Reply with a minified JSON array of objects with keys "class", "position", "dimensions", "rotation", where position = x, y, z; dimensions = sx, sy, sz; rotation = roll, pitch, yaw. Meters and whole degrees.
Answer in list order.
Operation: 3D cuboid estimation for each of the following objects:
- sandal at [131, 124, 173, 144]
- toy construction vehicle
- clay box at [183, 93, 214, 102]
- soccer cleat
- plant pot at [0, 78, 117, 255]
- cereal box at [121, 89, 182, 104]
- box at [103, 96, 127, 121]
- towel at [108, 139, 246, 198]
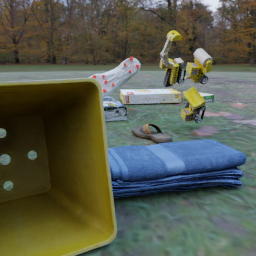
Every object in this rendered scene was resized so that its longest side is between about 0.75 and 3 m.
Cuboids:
[{"class":"sandal","position":[0.676,0.101,7.955],"dimensions":[0.616,0.411,1.507],"rotation":[-8,16,-30]},{"class":"toy construction vehicle","position":[1.678,-1.511,8.677],"dimensions":[0.828,2.352,2.048],"rotation":[-15,51,-13]},{"class":"clay box","position":[3.698,-1.685,15.088],"dimensions":[0.925,0.383,1.610],"rotation":[-10,17,-35]},{"class":"soccer cleat","position":[-0.715,-1.936,11.624],"dimensions":[2.907,1.007,1.128],"rotation":[-33,-5,-16]},{"class":"plant pot","position":[-1.509,0.494,3.634],"dimensions":[1.996,1.996,1.760],"rotation":[-8,5,-29]},{"class":"cereal box","position":[1.106,-1.675,14.625],"dimensions":[2.914,0.576,2.096],"rotation":[-2,14,-6]},{"class":"box","position":[-1.398,-0.822,11.253],"dimensions":[2.014,0.587,2.941],"rotation":[-4,15,-16]},{"class":"towel","position":[0.717,0.705,5.172],"dimensions":[2.540,0.616,1.418],"rotation":[-5,14,-14]}]
